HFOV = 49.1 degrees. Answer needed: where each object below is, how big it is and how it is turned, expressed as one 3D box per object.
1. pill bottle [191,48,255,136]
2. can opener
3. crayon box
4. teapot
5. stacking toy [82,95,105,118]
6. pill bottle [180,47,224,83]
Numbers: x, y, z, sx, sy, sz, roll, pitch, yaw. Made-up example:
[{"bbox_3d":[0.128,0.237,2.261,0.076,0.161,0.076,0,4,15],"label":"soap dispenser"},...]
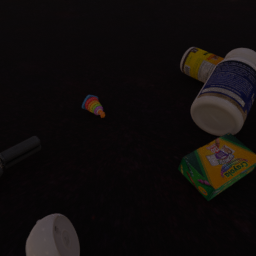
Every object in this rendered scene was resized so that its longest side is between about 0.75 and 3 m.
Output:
[{"bbox_3d":[3.160,-1.180,8.692,1.555,1.555,2.687,20,59,26],"label":"pill bottle"},{"bbox_3d":[-2.997,0.899,7.123,1.861,0.496,0.622,-32,63,-31],"label":"can opener"},{"bbox_3d":[2.298,0.911,7.039,1.808,0.527,1.074,-22,54,-30],"label":"crayon box"},{"bbox_3d":[-1.369,2.059,4.778,0.780,1.067,1.053,-25,78,6],"label":"teapot"},{"bbox_3d":[-1.046,-0.645,9.391,0.530,0.561,0.966,10,25,-51],"label":"stacking toy"},{"bbox_3d":[3.251,-2.390,11.273,2.112,1.153,1.153,34,47,30],"label":"pill bottle"}]
